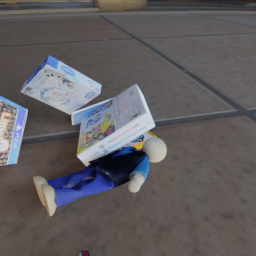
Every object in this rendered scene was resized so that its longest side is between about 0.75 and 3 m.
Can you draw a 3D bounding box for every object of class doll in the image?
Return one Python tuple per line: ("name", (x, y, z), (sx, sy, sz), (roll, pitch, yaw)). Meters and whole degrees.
("doll", (-0.342, 0.846, 5.489), (2.702, 0.655, 1.843), (-19, 16, -27))

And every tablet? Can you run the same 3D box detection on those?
("tablet", (-0.971, -0.468, 7.822), (1.268, 0.825, 0.087), (-22, 74, -18))

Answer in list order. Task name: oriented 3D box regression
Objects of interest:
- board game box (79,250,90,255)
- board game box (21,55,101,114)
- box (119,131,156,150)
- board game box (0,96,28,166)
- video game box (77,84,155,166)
("board game box", (-0.536, 2.119, 3.495), (0.156, 0.580, 0.966), (16, 20, -27))
("board game box", (-1.726, -1.019, 7.193), (1.500, 1.507, 0.327), (28, 54, -32))
("box", (0.099, 0.311, 7.095), (1.084, 0.225, 0.645), (-20, 35, -28))
("board game box", (-3.912, -0.126, 5.633), (2.169, 1.317, 2.720), (23, 13, 30))
("video game box", (-0.346, -0.145, 6.743), (1.785, 0.459, 1.959), (-29, 26, 10))
